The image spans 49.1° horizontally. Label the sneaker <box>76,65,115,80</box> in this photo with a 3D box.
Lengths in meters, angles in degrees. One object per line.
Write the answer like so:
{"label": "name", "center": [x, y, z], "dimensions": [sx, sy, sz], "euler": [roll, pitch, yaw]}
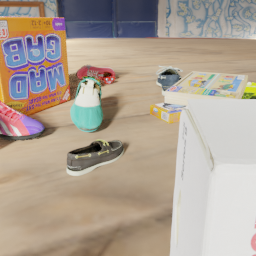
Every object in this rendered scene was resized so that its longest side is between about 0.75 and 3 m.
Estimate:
{"label": "sneaker", "center": [-1.412, -2.482, 12.613], "dimensions": [1.785, 0.658, 0.774], "euler": [-7, 23, -18]}

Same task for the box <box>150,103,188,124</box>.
{"label": "box", "center": [1.539, -0.520, 8.017], "dimensions": [1.581, 0.328, 0.941], "euler": [-13, 25, -26]}

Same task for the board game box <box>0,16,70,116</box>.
{"label": "board game box", "center": [-3.693, -1.984, 8.540], "dimensions": [2.638, 2.640, 2.637], "euler": [11, 24, 27]}

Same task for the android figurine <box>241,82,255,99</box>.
{"label": "android figurine", "center": [4.251, -1.227, 9.541], "dimensions": [2.016, 0.455, 2.215], "euler": [10, 25, 37]}

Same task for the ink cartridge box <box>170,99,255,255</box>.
{"label": "ink cartridge box", "center": [1.754, 0.875, 2.068], "dimensions": [2.747, 1.996, 1.202], "euler": [2, 21, 4]}

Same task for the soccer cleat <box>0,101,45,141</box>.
{"label": "soccer cleat", "center": [-2.981, -0.268, 6.607], "dimensions": [2.205, 0.807, 0.752], "euler": [11, 23, 18]}

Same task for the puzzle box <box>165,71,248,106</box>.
{"label": "puzzle box", "center": [2.572, -1.263, 8.832], "dimensions": [1.995, 0.381, 2.999], "euler": [9, 25, 24]}

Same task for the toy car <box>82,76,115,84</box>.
{"label": "toy car", "center": [-1.377, -1.978, 11.808], "dimensions": [1.285, 0.304, 1.365], "euler": [13, 24, 30]}

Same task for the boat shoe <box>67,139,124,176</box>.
{"label": "boat shoe", "center": [-0.571, 0.460, 5.336], "dimensions": [0.491, 0.415, 1.378], "euler": [17, 27, 37]}

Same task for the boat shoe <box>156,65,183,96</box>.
{"label": "boat shoe", "center": [1.605, -1.951, 10.936], "dimensions": [1.048, 0.865, 2.798], "euler": [3, 21, 7]}

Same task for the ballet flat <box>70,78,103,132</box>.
{"label": "ballet flat", "center": [-1.085, -0.790, 7.446], "dimensions": [0.830, 0.867, 2.464], "euler": [1, 26, -7]}
